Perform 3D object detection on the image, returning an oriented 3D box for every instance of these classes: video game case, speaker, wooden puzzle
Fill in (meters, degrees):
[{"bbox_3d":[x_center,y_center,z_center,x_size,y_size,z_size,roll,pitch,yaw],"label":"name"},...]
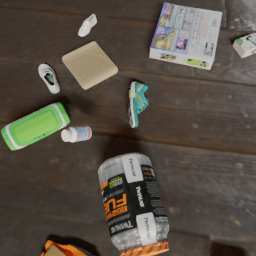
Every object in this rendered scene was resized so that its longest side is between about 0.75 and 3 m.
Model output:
[{"bbox_3d":[2.499,-4.003,12.029,2.600,0.652,2.869,14,63,7],"label":"video game case"},{"bbox_3d":[-3.203,-0.076,9.834,2.194,0.970,0.970,-28,66,-14],"label":"speaker"},{"bbox_3d":[-1.557,-2.574,11.512,1.671,0.336,1.807,-31,71,-16],"label":"wooden puzzle"}]

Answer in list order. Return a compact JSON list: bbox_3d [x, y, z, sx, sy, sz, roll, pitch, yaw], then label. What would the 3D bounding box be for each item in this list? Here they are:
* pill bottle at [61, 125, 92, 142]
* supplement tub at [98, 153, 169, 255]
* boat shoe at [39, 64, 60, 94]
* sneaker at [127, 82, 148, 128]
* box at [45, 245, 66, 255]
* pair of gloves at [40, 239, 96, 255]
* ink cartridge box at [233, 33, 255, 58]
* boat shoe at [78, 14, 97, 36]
[{"bbox_3d":[-1.497,0.171,8.154,0.829,0.451,0.451,-10,55,-49],"label":"pill bottle"},{"bbox_3d":[0.170,2.274,8.178,1.696,1.696,2.769,-12,62,-6],"label":"supplement tub"},{"bbox_3d":[-3.130,-2.087,11.113,0.570,0.518,1.550,-30,67,-15],"label":"boat shoe"},{"bbox_3d":[0.381,-0.917,10.419,0.775,0.754,1.945,9,62,-5],"label":"sneaker"},{"bbox_3d":[-2.062,3.843,8.004,0.778,0.083,0.636,30,68,20],"label":"box"},{"bbox_3d":[-1.848,4.404,7.860,1.932,0.268,2.168,16,65,15],"label":"pair of gloves"},{"bbox_3d":[5.134,-3.516,11.905,1.029,0.428,0.755,-22,65,-11],"label":"ink cartridge box"},{"bbox_3d":[-1.834,-4.607,12.474,0.442,0.432,1.247,24,65,12],"label":"boat shoe"}]
